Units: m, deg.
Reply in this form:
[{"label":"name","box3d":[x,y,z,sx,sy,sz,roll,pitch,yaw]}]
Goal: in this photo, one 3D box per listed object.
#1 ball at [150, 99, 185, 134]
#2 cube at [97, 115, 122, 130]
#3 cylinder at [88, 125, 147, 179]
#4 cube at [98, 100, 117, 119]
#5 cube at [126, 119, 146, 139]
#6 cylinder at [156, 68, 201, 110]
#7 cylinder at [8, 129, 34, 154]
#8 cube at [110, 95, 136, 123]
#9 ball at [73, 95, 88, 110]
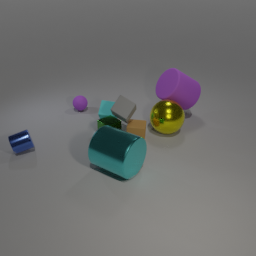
[{"label":"ball","box3d":[1.572,-0.449,11.261,1.400,1.400,1.400,0,29,0]},{"label":"cube","box3d":[-0.735,-0.001,11.169,0.700,0.700,0.700,-24,37,-35]},{"label":"cylinder","box3d":[-0.328,0.761,9.068,1.400,1.400,1.400,18,34,29]},{"label":"cube","box3d":[-0.819,-0.687,11.994,0.700,0.700,0.700,9,67,8]},{"label":"cube","box3d":[0.324,0.133,10.904,0.700,0.700,0.700,5,28,6]},{"label":"cylinder","box3d":[2.147,-1.654,12.029,1.400,1.400,1.400,21,16,-33]},{"label":"cylinder","box3d":[-3.859,0.496,10.146,0.700,0.700,0.700,-23,35,-15]},{"label":"cube","box3d":[-0.157,-0.707,10.566,0.700,0.700,0.700,32,81,9]},{"label":"ball","box3d":[-2.249,-1.179,13.174,0.700,0.700,0.700,0,29,0]}]
